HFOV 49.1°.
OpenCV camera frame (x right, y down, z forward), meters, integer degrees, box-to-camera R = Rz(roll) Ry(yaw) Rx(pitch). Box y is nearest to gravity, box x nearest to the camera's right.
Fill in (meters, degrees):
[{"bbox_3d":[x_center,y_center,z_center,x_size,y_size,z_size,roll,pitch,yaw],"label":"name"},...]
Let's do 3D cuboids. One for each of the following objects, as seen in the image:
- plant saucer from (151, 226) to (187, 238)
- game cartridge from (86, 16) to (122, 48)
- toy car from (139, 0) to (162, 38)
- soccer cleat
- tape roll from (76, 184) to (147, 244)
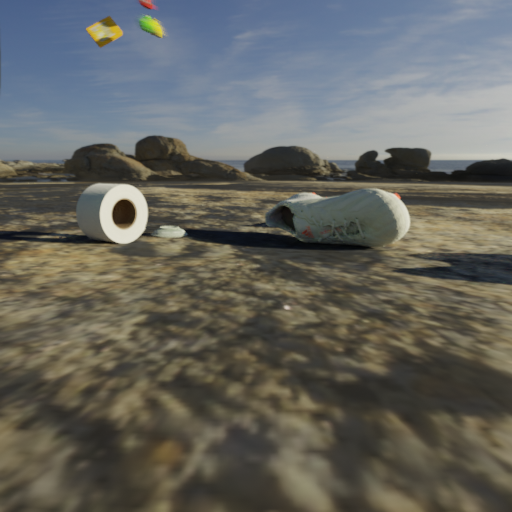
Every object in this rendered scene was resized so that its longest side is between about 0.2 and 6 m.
[{"bbox_3d":[-1.809,-0.508,11.653,0.751,0.188,0.751,-1,9,0],"label":"plant saucer"},{"bbox_3d":[-2.868,-4.245,10.601,0.531,0.468,0.086,-37,-8,-12],"label":"game cartridge"},{"bbox_3d":[-1.991,-4.325,10.236,0.210,0.943,0.887,-9,41,8],"label":"toy car"},{"bbox_3d":[1.398,-0.627,10.220,1.218,1.088,3.140,-23,18,-29],"label":"soccer cleat"},{"bbox_3d":[-2.734,-0.812,10.641,0.768,1.118,1.118,8,12,37],"label":"tape roll"}]
